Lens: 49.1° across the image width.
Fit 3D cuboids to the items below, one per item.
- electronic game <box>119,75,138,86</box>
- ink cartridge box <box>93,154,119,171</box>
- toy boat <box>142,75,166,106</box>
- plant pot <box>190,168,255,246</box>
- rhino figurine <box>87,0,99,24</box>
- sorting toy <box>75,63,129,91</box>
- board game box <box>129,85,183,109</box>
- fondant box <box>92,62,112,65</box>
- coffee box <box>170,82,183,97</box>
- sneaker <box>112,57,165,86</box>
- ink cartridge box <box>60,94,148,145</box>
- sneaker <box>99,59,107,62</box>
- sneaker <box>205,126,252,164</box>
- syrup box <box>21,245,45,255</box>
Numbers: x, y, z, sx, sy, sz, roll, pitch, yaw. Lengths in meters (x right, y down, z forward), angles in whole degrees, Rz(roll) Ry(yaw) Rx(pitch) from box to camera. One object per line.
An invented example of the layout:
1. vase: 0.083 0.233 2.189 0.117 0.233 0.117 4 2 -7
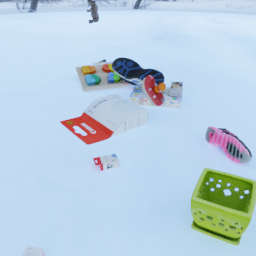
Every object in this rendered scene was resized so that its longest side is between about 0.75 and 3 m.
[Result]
1. electronic game: 0.576 -2.798 15.792 2.184 0.454 2.184 12 30 -7
2. ink cartridge box: -0.721 1.135 9.189 0.788 0.265 0.458 -9 30 -16
3. toy boat: 1.199 -1.616 11.646 0.867 1.326 0.866 -27 12 35
4. plant pot: 2.270 1.934 6.791 1.344 1.220 1.338 14 33 24
5. rhino figurine: -1.503 -5.010 11.927 0.489 1.118 0.334 -13 40 -9
6. sorting toy: -1.520 -3.053 16.044 2.601 0.513 2.810 -9 40 -16
7. board game box: 1.426 -1.569 13.849 2.481 0.425 1.668 6 29 10
8. fondant box: -1.558 -3.893 17.999 1.468 0.428 1.059 -2 30 -6
9. coffee box: 2.338 -1.874 13.524 0.581 0.405 1.016 6 30 10
10. sneaker: 0.435 -2.531 13.606 2.735 1.054 1.036 27 79 10
11. ink cartridge box: -1.020 -0.483 11.634 2.965 0.701 2.374 -19 35 -33
12. sneaker: -1.889 -4.308 18.912 0.435 0.391 1.007 -8 23 43
13. sneaker: 3.707 0.520 9.907 0.987 0.818 2.070 -1 28 -25
14. syrup box: -2.124 2.965 5.789 0.382 0.395 0.970 7 30 13
